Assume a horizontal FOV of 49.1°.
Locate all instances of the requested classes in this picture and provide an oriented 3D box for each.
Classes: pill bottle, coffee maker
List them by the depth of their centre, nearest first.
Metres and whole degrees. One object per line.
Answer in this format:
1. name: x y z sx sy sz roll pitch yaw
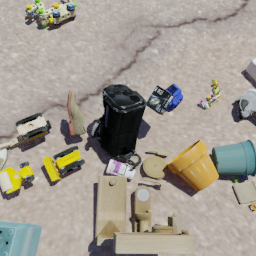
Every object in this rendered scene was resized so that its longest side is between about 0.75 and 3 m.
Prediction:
1. coffee maker: -0.114 -0.137 9.988 2.166 2.255 1.519 30 45 18
2. pill bottle: -0.260 1.569 10.349 1.008 0.566 0.566 19 64 0

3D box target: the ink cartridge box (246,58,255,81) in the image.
1. ink cartridge box: 6.447 -2.690 12.476 1.786 0.757 1.301 -26 65 -14

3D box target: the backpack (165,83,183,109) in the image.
1. backpack: 1.743 -1.228 11.690 1.000 0.813 0.839 -37 71 -18

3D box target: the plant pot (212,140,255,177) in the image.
1. plant pot: 3.828 1.155 10.258 1.319 1.347 1.347 -6 62 6

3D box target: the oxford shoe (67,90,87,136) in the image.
1. oxford shoe: -1.897 -0.571 10.459 0.674 1.802 0.635 -4 27 -7

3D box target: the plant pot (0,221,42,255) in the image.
1. plant pot: -3.780 3.650 8.752 1.510 1.538 1.505 4 63 3

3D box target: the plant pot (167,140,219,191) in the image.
1. plant pot: 2.435 1.419 10.041 1.525 1.525 1.396 -35 83 -17

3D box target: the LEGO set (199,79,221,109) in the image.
1. LEGO set: 3.700 -1.518 11.959 0.730 0.590 1.586 27 66 13

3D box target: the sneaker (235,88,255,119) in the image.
1. sneaker: 5.268 -0.519 11.393 1.318 0.857 2.283 -29 56 -9

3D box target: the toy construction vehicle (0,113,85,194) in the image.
1. toy construction vehicle: -3.459 0.981 10.482 2.968 1.045 2.584 -27 77 -15

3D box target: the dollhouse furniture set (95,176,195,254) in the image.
1. dollhouse furniture set: 0.330 2.445 8.497 2.553 2.684 2.187 3 74 -5

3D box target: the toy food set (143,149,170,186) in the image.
1. toy food set: 1.046 1.490 10.491 1.001 0.291 1.450 12 52 2

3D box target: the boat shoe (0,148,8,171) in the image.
1. boat shoe: -4.949 1.288 10.568 0.518 0.474 1.387 5 63 2

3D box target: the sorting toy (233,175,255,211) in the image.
1. sorting toy: 4.311 2.347 10.194 0.774 0.187 1.374 -13 63 -2

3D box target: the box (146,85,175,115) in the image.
1. box: 1.135 -0.988 9.994 0.677 0.356 0.826 39 104 29

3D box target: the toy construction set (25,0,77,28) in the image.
1. toy construction set: -3.669 -6.123 14.066 2.775 1.278 1.819 -40 68 -7
